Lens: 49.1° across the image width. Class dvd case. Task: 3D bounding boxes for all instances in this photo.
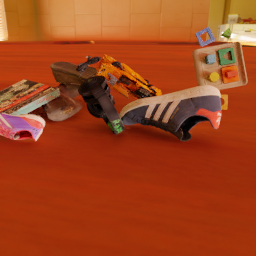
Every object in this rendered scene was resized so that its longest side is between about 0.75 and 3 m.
[{"bbox_3d":[-3.451,-0.911,8.688,1.822,0.275,2.496,-36,37,-29],"label":"dvd case"}]

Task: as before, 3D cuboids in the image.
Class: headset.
[{"bbox_3d":[-0.643,-0.881,7.034,1.046,1.375,2.226,-32,66,-8],"label":"headset"}]

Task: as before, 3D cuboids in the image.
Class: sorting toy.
[{"bbox_3d":[2.894,-1.906,8.796,1.515,2.690,0.366,-11,1,6],"label":"sorting toy"}]

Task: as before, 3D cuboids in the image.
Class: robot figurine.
[{"bbox_3d":[0.124,-1.304,8.585,2.352,0.685,1.705,32,23,-17],"label":"robot figurine"}]

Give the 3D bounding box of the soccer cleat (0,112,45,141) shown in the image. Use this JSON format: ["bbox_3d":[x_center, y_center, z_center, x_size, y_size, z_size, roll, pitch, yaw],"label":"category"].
[{"bbox_3d":[-2.801,-0.009,6.574,1.638,0.559,0.599,2,55,6],"label":"soccer cleat"}]

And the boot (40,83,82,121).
[{"bbox_3d":[-1.845,-0.944,8.917,2.097,0.723,2.250,-26,27,-25],"label":"boot"}]

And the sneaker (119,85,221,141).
[{"bbox_3d":[0.931,-0.180,6.755,2.621,1.108,0.983,-13,-14,32],"label":"sneaker"}]

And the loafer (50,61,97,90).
[{"bbox_3d":[-1.644,-1.642,9.311,2.185,0.761,0.822,23,37,29],"label":"loafer"}]
